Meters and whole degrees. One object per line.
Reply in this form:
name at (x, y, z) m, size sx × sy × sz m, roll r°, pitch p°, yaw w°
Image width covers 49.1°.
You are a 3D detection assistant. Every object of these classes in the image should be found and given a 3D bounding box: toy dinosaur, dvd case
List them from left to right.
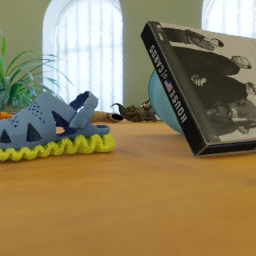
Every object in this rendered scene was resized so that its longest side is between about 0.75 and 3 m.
toy dinosaur at (0.409, -0.648, 13.000) m, size 2.981 × 1.147 × 1.524 m, roll -9°, pitch -4°, yaw -30°
dvd case at (1.626, -0.608, 3.922) m, size 2.605 × 1.958 × 0.322 m, roll -2°, pitch -33°, yaw -27°

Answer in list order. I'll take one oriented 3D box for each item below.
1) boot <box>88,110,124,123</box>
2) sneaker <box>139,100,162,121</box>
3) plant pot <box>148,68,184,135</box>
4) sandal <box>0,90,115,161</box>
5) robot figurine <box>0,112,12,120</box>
boot at (-1.014, -0.492, 12.056) m, size 1.602 × 0.563 × 1.172 m, roll 0°, pitch 2°, yaw -39°
sneaker at (0.986, -0.980, 15.360) m, size 2.716 × 1.173 × 1.091 m, roll -1°, pitch 2°, yaw -8°
plant pot at (1.307, -0.560, 5.174) m, size 1.734 × 1.734 × 1.629 m, roll 0°, pitch 19°, yaw -1°
sandal at (-0.913, -0.051, 3.076) m, size 1.692 × 0.737 × 0.672 m, roll -5°, pitch 8°, yaw -40°
robot figurine at (-4.282, -0.258, 8.653) m, size 1.231 × 0.494 × 1.698 m, roll -3°, pitch 5°, yaw -40°
